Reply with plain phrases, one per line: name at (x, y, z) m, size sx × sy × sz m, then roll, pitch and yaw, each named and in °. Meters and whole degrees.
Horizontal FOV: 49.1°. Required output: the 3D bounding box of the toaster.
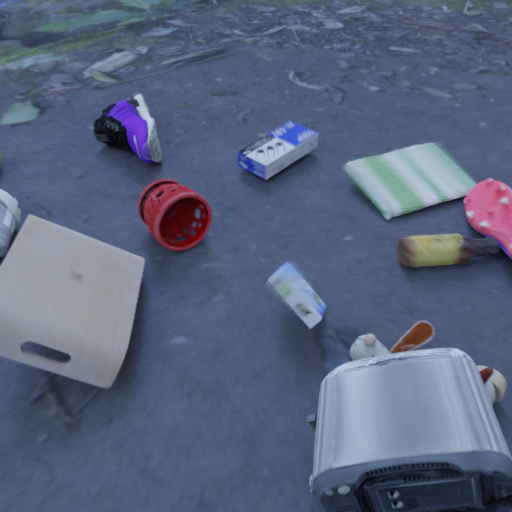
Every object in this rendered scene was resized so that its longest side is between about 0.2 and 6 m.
toaster at (1.847, 2.109, 6.550) m, size 2.542 × 1.444 × 1.642 m, roll -13°, pitch 40°, yaw 14°

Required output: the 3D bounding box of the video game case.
video game case at (0.665, 0.584, 8.774) m, size 0.976 × 0.245 × 1.077 m, roll 50°, pitch 13°, yaw 1°

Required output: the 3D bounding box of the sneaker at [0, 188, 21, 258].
sneaker at (-6.097, -0.258, 9.781) m, size 3.559 × 1.335 × 2.055 m, roll -7°, pitch 43°, yaw -10°

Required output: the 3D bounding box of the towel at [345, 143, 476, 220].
towel at (3.319, -1.657, 12.024) m, size 2.336 × 0.273 × 1.782 m, roll -17°, pitch 52°, yaw -20°

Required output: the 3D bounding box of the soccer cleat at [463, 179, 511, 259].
soccer cleat at (4.852, -0.456, 10.446) m, size 1.131 × 0.986 × 2.957 m, roll 37°, pitch 19°, yaw -25°

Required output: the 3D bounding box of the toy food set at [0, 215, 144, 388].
toy food set at (-2.909, 0.599, 8.593) m, size 1.998 × 0.841 × 2.784 m, roll 23°, pitch 30°, yaw -19°

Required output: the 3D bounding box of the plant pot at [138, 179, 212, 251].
plant pot at (-1.571, -0.812, 10.567) m, size 1.168 × 1.168 × 1.063 m, roll -23°, pitch 37°, yaw -24°

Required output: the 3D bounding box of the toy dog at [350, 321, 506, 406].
toy dog at (2.391, 1.594, 7.745) m, size 2.184 × 1.052 × 1.440 m, roll 8°, pitch 43°, yaw 10°

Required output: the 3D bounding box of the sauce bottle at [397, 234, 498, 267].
sauce bottle at (3.475, -0.118, 10.166) m, size 1.743 × 0.575 × 0.575 m, roll -4°, pitch 41°, yaw -8°

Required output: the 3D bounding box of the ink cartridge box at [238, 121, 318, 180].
ink cartridge box at (0.509, -2.425, 12.756) m, size 0.859 × 0.404 × 1.828 m, roll 32°, pitch 52°, yaw 31°

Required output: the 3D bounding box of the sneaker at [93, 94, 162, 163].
sneaker at (-3.077, -2.856, 13.161) m, size 1.389 × 0.971 × 2.793 m, roll -15°, pitch 37°, yaw -11°
